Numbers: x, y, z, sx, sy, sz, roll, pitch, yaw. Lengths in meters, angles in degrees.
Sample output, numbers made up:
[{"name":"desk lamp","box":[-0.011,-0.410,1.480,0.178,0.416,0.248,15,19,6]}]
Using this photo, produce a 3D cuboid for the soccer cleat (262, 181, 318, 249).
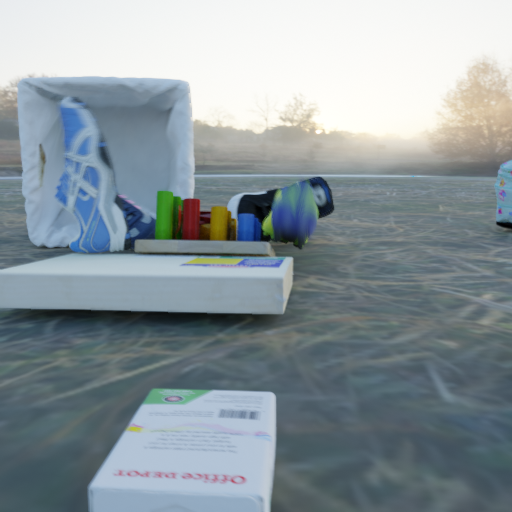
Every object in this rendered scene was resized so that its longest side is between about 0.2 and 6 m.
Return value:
[{"name":"soccer cleat","box":[0.577,-0.657,8.887,0.757,0.979,2.341,16,0,-3]}]

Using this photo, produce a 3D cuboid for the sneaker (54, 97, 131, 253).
[{"name":"sneaker","box":[-2.400,-1.091,7.767,0.860,2.233,0.846,-15,1,-11]}]

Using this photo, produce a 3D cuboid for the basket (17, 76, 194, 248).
[{"name":"basket","box":[-2.929,-1.976,11.614,3.205,3.176,2.577,-1,13,-8]}]

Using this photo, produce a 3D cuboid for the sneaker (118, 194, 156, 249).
[{"name":"sneaker","box":[-2.566,-0.787,10.261,2.151,0.882,0.755,24,64,42]}]

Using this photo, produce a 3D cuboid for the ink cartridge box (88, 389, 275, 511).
[{"name":"ink cartridge box","box":[-0.295,1.076,2.816,0.744,0.432,1.028,1,10,4]}]

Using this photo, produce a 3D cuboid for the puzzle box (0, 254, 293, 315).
[{"name":"puzzle box","box":[-1.174,0.286,6.821,3.214,0.409,2.138,1,5,7]}]

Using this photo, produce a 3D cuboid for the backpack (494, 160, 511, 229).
[{"name":"backpack","box":[6.788,-1.344,12.402,2.368,1.796,2.838,-10,12,-36]}]

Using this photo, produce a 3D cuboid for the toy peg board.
[{"name":"toy peg board","box":[-0.674,-0.420,8.542,1.856,0.911,1.863,1,-4,5]}]

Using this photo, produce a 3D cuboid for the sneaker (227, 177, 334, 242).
[{"name":"sneaker","box":[0.604,-0.980,10.716,1.597,1.043,2.855,-19,6,23]}]
